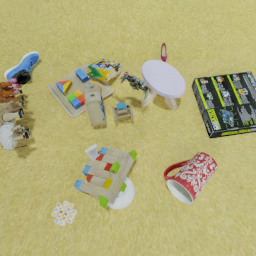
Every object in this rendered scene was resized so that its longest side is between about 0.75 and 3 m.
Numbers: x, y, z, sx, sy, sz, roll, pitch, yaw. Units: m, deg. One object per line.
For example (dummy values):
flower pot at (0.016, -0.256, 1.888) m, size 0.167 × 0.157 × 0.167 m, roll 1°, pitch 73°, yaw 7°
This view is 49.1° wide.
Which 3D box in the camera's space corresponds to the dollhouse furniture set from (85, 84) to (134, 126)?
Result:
dollhouse furniture set at (-0.772, -1.053, 11.437) m, size 1.758 × 1.239 × 1.232 m, roll -10°, pitch 41°, yaw -1°

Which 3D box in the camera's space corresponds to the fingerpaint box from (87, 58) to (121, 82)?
fingerpaint box at (-1.068, -2.669, 12.781) m, size 1.065 × 0.468 × 1.277 m, roll 23°, pitch 37°, yaw 19°

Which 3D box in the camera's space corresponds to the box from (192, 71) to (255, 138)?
box at (4.466, -1.066, 12.103) m, size 2.746 × 0.676 × 2.844 m, roll -10°, pitch 61°, yaw -3°

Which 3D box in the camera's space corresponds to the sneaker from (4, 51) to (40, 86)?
sneaker at (-4.686, -2.697, 12.985) m, size 1.905 × 0.731 × 1.060 m, roll -42°, pitch 62°, yaw -17°

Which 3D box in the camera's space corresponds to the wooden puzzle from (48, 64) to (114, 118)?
wooden puzzle at (-2.148, -1.822, 12.600) m, size 2.338 × 0.541 × 2.166 m, roll -33°, pitch 65°, yaw -18°

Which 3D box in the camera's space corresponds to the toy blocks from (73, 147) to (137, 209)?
toy blocks at (-0.903, 1.600, 10.060) m, size 1.594 × 1.165 × 2.331 m, roll 9°, pitch 58°, yaw 35°

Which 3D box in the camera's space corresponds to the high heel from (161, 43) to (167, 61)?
high heel at (1.768, -3.738, 13.780) m, size 0.316 × 0.451 × 0.939 m, roll -5°, pitch 60°, yaw -3°

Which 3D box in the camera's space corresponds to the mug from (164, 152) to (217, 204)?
mug at (2.258, 1.640, 10.256) m, size 1.528 × 1.149 × 1.722 m, roll 40°, pitch 64°, yaw 19°

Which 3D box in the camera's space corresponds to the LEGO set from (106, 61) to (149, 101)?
LEGO set at (0.178, -1.918, 10.730) m, size 1.441 × 2.218 × 0.629 m, roll 28°, pitch 79°, yaw 32°

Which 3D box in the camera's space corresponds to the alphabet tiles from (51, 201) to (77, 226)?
alphabet tiles at (-2.275, 3.052, 10.019) m, size 0.820 × 0.061 × 0.839 m, roll 19°, pitch 61°, yaw 10°

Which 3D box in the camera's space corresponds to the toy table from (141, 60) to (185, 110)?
toy table at (1.451, -1.801, 12.159) m, size 2.025 × 1.290 × 2.203 m, roll -23°, pitch 61°, yaw -13°

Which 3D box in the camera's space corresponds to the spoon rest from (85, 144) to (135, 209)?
spoon rest at (-0.726, 1.823, 10.472) m, size 1.259 × 0.768 × 2.533 m, roll -30°, pitch 77°, yaw -15°

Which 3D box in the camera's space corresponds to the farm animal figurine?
farm animal figurine at (-4.931, -0.532, 11.075) m, size 1.555 × 2.983 × 2.950 m, roll -15°, pitch 89°, yaw -11°
